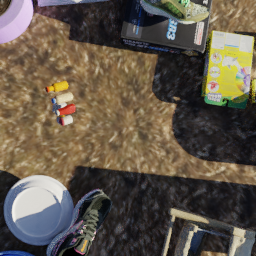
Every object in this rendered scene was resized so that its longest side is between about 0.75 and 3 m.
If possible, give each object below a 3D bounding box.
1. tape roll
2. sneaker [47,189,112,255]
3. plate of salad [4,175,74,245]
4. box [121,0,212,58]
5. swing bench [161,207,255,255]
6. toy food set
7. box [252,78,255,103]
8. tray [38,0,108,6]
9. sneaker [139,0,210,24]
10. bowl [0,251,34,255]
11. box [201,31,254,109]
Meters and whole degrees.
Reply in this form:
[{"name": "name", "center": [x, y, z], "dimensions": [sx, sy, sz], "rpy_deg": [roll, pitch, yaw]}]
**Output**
[{"name": "tape roll", "center": [-4.766, -4.349, 9.815], "dimensions": [2.618, 0.859, 2.618], "rpy_deg": [0, 82, 0]}, {"name": "sneaker", "center": [-1.324, 3.201, 8.405], "dimensions": [1.089, 1.170, 2.711], "rpy_deg": [34, 88, -22]}, {"name": "plate of salad", "center": [-2.818, 2.602, 8.954], "dimensions": [2.238, 0.538, 2.238], "rpy_deg": [0, 92, 2]}, {"name": "box", "center": [1.408, -4.157, 9.864], "dimensions": [2.903, 0.727, 2.925], "rpy_deg": [11, 83, 2]}, {"name": "swing bench", "center": [2.154, 3.851, 7.954], "dimensions": [2.527, 1.639, 2.513], "rpy_deg": [13, 80, 17]}, {"name": "toy food set", "center": [-1.826, -0.529, 7.427], "dimensions": [0.591, 1.314, 0.627], "rpy_deg": [-24, 53, -39]}, {"name": "box", "center": [4.485, -1.287, 9.689], "dimensions": [0.313, 0.208, 0.831], "rpy_deg": [2, 81, 0]}, {"name": "tray", "center": [-1.999, -5.287, 10.240], "dimensions": [2.709, 0.300, 1.454], "rpy_deg": [-5, 81, -1]}, {"name": "sneaker", "center": [1.513, -4.040, 8.846], "dimensions": [2.311, 1.024, 0.889], "rpy_deg": [14, 57, 1]}, {"name": "bowl", "center": [-3.595, 5.248, 8.531], "dimensions": [2.956, 0.580, 2.956], "rpy_deg": [0, 82, 0]}, {"name": "box", "center": [3.391, -1.938, 9.593], "dimensions": [1.496, 0.617, 2.551], "rpy_deg": [9, 79, 1]}]
